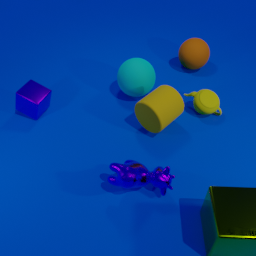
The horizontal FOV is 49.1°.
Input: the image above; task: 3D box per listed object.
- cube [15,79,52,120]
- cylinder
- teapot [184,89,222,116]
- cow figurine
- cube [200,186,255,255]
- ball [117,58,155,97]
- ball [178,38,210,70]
[{"bbox_3d":[-2.968,-0.886,8.801,0.779,0.779,0.779,28,47,1],"label":"cube"},{"bbox_3d":[0.919,-0.563,8.245,1.062,1.062,1.062,35,58,30],"label":"cylinder"},{"bbox_3d":[2.419,-0.814,8.949,1.345,0.659,0.836,34,66,4],"label":"teapot"},{"bbox_3d":[0.351,1.178,6.704,1.321,0.737,1.343,12,5,35],"label":"cow figurine"},{"bbox_3d":[2.216,1.990,5.814,1.122,1.122,1.122,2,45,2],"label":"cube"},{"bbox_3d":[0.277,-1.692,9.396,1.285,1.285,1.285,0,45,0],"label":"ball"},{"bbox_3d":[2.496,-2.808,10.609,1.160,1.160,1.160,0,45,0],"label":"ball"}]
